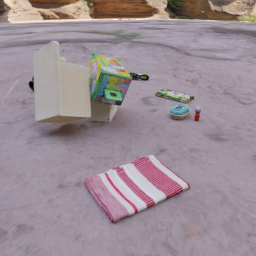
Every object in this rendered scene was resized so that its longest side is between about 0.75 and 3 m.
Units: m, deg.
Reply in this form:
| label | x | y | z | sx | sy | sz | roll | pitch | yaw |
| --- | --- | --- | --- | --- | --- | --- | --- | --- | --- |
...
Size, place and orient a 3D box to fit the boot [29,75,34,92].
| label | x | y | z | sx | sy | sz | roll | pitch | yaw |
| --- | --- | --- | --- | --- | --- | --- | --- | --- | --- |
| boot | -5.033 | -2.490 | 15.475 | 1.711 | 0.644 | 1.280 | 17 | 32 | 29 |

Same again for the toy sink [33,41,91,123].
| label | x | y | z | sx | sy | sz | roll | pitch | yaw |
| --- | --- | --- | --- | --- | --- | --- | --- | --- | --- |
| toy sink | -2.516 | -1.646 | 10.771 | 1.527 | 2.725 | 1.776 | 0 | -7 | -45 |

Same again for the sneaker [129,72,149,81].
| label | x | y | z | sx | sy | sz | roll | pitch | yaw |
| --- | --- | --- | --- | --- | --- | --- | --- | --- | --- |
| sneaker | 0.645 | -3.157 | 17.069 | 1.302 | 0.481 | 0.527 | 10 | 21 | 3 |

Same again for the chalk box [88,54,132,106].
| label | x | y | z | sx | sy | sz | roll | pitch | yaw |
| --- | --- | --- | --- | --- | --- | --- | --- | --- | --- |
| chalk box | -0.783 | -1.807 | 11.086 | 1.327 | 1.320 | 2.132 | 7 | 34 | -29 |

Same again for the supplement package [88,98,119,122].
| label | x | y | z | sx | sy | sz | roll | pitch | yaw |
| --- | --- | --- | --- | --- | --- | --- | --- | --- | --- |
| supplement package | -1.066 | -1.076 | 12.358 | 1.009 | 0.997 | 1.665 | 5 | 28 | 9 |

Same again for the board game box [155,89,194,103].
| label | x | y | z | sx | sy | sz | roll | pitch | yaw |
| --- | --- | --- | --- | --- | --- | --- | --- | --- | --- |
| board game box | 2.398 | -1.661 | 14.377 | 1.774 | 0.208 | 0.929 | 19 | 34 | 32 |

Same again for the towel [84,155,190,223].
| label | x | y | z | sx | sy | sz | roll | pitch | yaw |
| --- | --- | --- | --- | --- | --- | --- | --- | --- | --- |
| towel | 0.234 | 1.584 | 7.996 | 2.542 | 0.289 | 1.831 | -16 | 32 | -28 |

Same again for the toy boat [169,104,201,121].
| label | x | y | z | sx | sy | sz | roll | pitch | yaw |
| --- | --- | --- | --- | --- | --- | --- | --- | --- | --- |
| toy boat | 2.508 | -0.738 | 12.113 | 1.336 | 0.621 | 1.123 | 17 | 32 | 31 |
